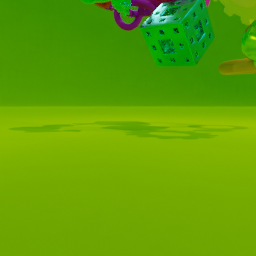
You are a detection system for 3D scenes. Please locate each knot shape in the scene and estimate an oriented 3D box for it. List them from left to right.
[{"bbox_3d":[0.173,-3.273,7.490,1.216,0.562,1.138,-18,-31,1],"label":"knot shape"}]

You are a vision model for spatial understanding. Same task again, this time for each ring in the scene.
[{"bbox_3d":[3.035,-1.522,6.912,1.538,0.308,1.538,-3,8,0],"label":"ring"}]

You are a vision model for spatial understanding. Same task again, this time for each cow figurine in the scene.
[{"bbox_3d":[-0.453,-2.558,5.373,1.029,1.012,0.565,-26,18,-10],"label":"cow figurine"}]

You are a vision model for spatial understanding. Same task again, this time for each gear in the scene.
[{"bbox_3d":[1.999,-2.501,4.748,1.686,0.312,1.686,43,-3,2],"label":"gear"}]

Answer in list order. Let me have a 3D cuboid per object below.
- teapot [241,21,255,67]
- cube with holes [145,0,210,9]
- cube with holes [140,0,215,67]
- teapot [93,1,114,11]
[{"bbox_3d":[2.821,-1.737,5.771,0.869,1.398,0.684,-10,30,-11],"label":"teapot"},{"bbox_3d":[1.449,-3.895,7.786,1.382,1.382,1.382,27,-16,-16],"label":"cube with holes"},{"bbox_3d":[1.172,-2.209,6.511,1.094,1.094,1.094,11,54,42],"label":"cube with holes"},{"bbox_3d":[-0.444,-3.300,6.753,0.944,0.744,1.519,-42,-2,-7],"label":"teapot"}]
